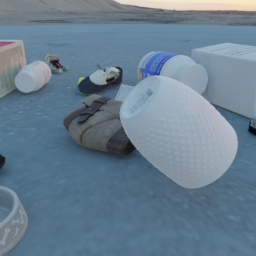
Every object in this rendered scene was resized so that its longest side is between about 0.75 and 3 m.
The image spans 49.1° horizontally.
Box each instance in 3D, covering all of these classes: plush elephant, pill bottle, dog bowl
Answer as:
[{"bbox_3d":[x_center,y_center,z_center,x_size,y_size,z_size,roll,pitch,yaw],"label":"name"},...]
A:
[{"bbox_3d":[-3.680,-3.313,14.157,1.195,0.926,0.985,8,26,17],"label":"plush elephant"},{"bbox_3d":[-3.821,-2.043,11.260,1.008,1.008,1.764,1,24,2],"label":"pill bottle"},{"bbox_3d":[1.567,-1.897,10.119,1.525,1.525,2.722,-10,22,-21],"label":"pill bottle"},{"bbox_3d":[-2.332,1.426,4.313,1.464,0.429,1.464,1,24,0],"label":"dog bowl"}]

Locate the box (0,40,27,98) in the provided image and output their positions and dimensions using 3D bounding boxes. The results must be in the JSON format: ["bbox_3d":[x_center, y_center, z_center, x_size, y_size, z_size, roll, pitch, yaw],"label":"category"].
[{"bbox_3d":[-5.310,-2.378,11.026,1.527,1.792,2.802,2,24,5],"label":"box"}]

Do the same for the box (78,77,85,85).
[{"bbox_3d":[-1.892,-1.803,11.522,0.242,0.364,0.967,-2,23,-3],"label":"box"}]

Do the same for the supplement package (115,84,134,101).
[{"bbox_3d":[0.235,-0.937,9.037,1.081,0.615,0.592,19,-8,33],"label":"supplement package"}]

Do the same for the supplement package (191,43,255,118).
[{"bbox_3d":[3.737,-1.738,9.455,1.758,1.780,2.935,-16,27,-22],"label":"supplement package"}]

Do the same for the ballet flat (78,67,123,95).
[{"bbox_3d":[-1.005,-2.014,11.227,0.892,0.892,2.443,16,28,32],"label":"ballet flat"}]

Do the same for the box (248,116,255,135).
[{"bbox_3d":[4.522,0.196,6.943,1.644,0.479,2.401,-11,27,-23],"label":"box"}]

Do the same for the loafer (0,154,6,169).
[{"bbox_3d":[-3.651,0.668,5.509,2.262,0.807,0.826,-6,25,-12],"label":"loafer"}]

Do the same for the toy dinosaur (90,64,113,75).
[{"bbox_3d":[-1.195,-2.473,13.144,1.153,0.667,1.270,-14,-16,3],"label":"toy dinosaur"}]

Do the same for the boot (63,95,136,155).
[{"bbox_3d":[-0.138,-0.372,7.349,2.146,1.031,2.935,27,41,35],"label":"boot"}]

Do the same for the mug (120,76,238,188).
[{"bbox_3d":[0.726,-0.144,4.945,1.710,1.440,1.951,38,20,-27],"label":"mug"}]
